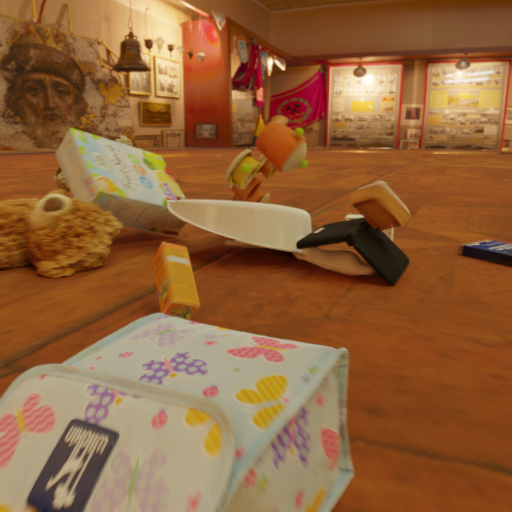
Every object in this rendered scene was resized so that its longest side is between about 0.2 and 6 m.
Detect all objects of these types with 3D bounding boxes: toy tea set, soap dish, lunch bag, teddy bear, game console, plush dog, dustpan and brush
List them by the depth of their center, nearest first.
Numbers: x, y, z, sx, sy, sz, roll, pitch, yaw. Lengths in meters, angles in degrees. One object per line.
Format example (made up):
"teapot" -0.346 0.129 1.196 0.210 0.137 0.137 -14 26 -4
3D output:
"lunch bag" -0.518 1.119 3.059 1.575 1.181 1.857 7 23 33
"soap dish" 1.948 -0.756 8.823 0.643 0.817 0.332 -15 36 53
"game console" 1.590 -0.055 9.050 1.405 0.930 1.597 -10 9 26
"dustpan and brush" 0.456 -0.312 9.663 3.692 1.057 2.577 5 -1 41
"teddy bear" -4.139 -0.549 9.800 2.654 1.222 3.660 -14 19 -38
"toy tea set" 0.291 -1.660 12.144 1.113 1.788 3.008 40 -8 6
"plush dog" -3.819 -1.831 14.985 2.048 1.913 2.385 30 56 36

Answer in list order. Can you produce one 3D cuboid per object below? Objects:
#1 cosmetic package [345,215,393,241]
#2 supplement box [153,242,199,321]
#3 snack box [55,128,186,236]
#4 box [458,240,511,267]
"cosmetic package" 2.261 -0.534 11.173 0.931 0.525 0.378 2 14 18
"supplement box" -0.981 0.320 6.777 0.371 0.359 1.078 13 35 -30
"snack box" -2.568 -1.414 11.040 2.229 0.754 1.880 8 41 -47
"box" 4.360 -0.032 9.754 0.832 0.223 1.373 -9 17 -32
